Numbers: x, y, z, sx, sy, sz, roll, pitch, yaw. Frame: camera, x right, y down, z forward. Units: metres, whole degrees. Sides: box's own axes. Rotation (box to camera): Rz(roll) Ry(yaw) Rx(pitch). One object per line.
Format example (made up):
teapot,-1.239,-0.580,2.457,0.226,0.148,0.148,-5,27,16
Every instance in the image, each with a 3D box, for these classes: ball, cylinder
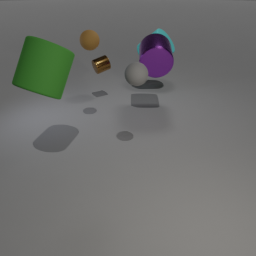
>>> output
ball,0.246,-1.586,8.263,0.700,0.700,0.700,0,28,0
cylinder,-1.275,-3.023,13.350,0.700,0.700,0.700,-27,35,-15
cylinder,1.173,-3.069,11.839,1.400,1.400,1.400,1,40,1
cylinder,-2.392,-1.682,7.974,1.400,1.400,1.400,18,4,-1
ball,-1.347,-3.076,9.814,0.700,0.700,0.700,0,28,0
cylinder,1.411,-4.046,14.234,1.400,1.400,1.400,-30,11,34
